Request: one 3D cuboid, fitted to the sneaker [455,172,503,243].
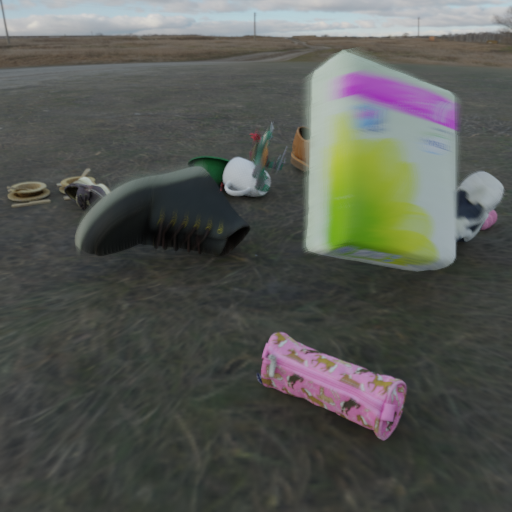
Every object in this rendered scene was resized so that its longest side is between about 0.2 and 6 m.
[{"bbox_3d":[3.874,-0.530,11.561,2.489,1.620,0.993,-42,64,-4],"label":"sneaker"}]

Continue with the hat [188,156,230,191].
[{"bbox_3d":[-1.213,-1.735,14.985,1.422,1.512,1.717,1,-11,16],"label":"hat"}]

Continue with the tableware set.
[{"bbox_3d":[-5.393,-1.881,14.902,2.302,0.461,1.522,-12,27,-24],"label":"tableware set"}]

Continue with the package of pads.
[{"bbox_3d":[2.271,-1.529,9.886,2.643,3.422,1.167,10,-12,-28],"label":"package of pads"}]

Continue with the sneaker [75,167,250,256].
[{"bbox_3d":[-1.608,-0.554,10.600,1.769,1.245,3.330,45,48,16],"label":"sneaker"}]

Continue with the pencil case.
[{"bbox_3d":[0.927,1.584,6.966,1.868,0.773,0.808,18,33,32],"label":"pencil case"}]

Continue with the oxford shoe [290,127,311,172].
[{"bbox_3d":[2.246,-2.778,15.824,1.234,1.233,3.459,-27,42,-34],"label":"oxford shoe"}]

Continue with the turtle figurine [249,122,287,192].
[{"bbox_3d":[0.164,-1.781,10.097,0.571,0.849,1.134,-3,60,27],"label":"turtle figurine"}]

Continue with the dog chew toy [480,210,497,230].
[{"bbox_3d":[5.173,-0.804,12.668,0.419,0.419,0.673,17,39,33],"label":"dog chew toy"}]

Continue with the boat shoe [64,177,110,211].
[{"bbox_3d":[-4.031,-1.393,13.594,0.680,0.755,2.100,-27,36,-28],"label":"boat shoe"}]

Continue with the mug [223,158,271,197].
[{"bbox_3d":[-0.289,-1.925,14.601,1.059,0.892,1.208,27,49,31],"label":"mug"}]
